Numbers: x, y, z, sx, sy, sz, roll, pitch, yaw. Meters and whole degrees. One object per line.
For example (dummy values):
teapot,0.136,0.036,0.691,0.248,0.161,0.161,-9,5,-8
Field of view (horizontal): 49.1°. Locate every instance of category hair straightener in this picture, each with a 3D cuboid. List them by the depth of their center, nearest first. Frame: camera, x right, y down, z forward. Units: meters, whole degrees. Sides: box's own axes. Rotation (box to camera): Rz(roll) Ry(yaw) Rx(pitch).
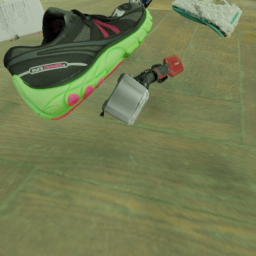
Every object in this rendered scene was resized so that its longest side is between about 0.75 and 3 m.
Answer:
hair straightener,0.538,-1.099,6.546,1.086,0.578,2.823,-24,13,28

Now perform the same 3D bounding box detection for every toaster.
toaster,-0.037,-0.427,4.641,0.565,0.874,0.497,31,2,5

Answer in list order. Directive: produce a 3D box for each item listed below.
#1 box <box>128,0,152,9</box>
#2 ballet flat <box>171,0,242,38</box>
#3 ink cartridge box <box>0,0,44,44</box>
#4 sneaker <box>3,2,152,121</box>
box,0.361,-4.741,10.744,0.420,2.231,1.524,25,54,-20
ballet flat,2.084,-3.120,7.412,0.908,0.908,2.530,-12,39,-17
ink cartridge box,-3.084,-2.923,7.659,2.783,0.928,1.612,-18,21,-8
sneaker,-0.523,-1.256,3.814,1.141,1.045,2.724,46,44,-12
